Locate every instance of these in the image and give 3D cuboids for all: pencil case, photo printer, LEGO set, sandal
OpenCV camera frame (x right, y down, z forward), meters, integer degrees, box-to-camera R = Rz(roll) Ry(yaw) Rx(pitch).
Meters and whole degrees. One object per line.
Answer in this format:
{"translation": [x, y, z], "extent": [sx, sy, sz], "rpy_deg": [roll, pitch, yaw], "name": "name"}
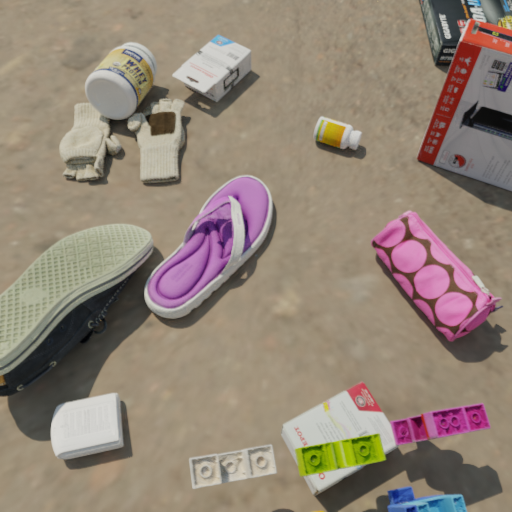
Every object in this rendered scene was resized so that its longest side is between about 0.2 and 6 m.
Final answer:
{"translation": [2.706, 0.229, 8.584], "extent": [0.948, 0.979, 2.089], "rpy_deg": [-20, 59, -33], "name": "pencil case"}
{"translation": [-2.310, 2.327, 7.631], "extent": [0.926, 0.322, 0.771], "rpy_deg": [-11, 52, -7], "name": "photo printer"}
{"translation": [0.951, 2.762, 6.549], "extent": [3.542, 1.453, 1.351], "rpy_deg": [-4, 68, -17], "name": "LEGO set"}
{"translation": [-0.651, -0.284, 9.042], "extent": [1.237, 0.747, 3.039], "rpy_deg": [25, 61, 15], "name": "sandal"}

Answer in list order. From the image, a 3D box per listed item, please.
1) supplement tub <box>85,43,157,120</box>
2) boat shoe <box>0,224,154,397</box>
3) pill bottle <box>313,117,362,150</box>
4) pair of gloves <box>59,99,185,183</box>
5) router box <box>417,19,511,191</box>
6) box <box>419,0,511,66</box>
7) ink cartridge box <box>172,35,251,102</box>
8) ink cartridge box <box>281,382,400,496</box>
{"translation": [-2.552, -3.387, 10.773], "extent": [1.002, 1.002, 1.387], "rpy_deg": [12, 49, 8], "name": "supplement tub"}
{"translation": [-2.807, 0.675, 8.300], "extent": [1.284, 1.071, 3.441], "rpy_deg": [22, 47, 20], "name": "boat shoe"}
{"translation": [1.525, -2.264, 10.455], "extent": [0.818, 0.454, 0.454], "rpy_deg": [21, 60, 12], "name": "pill bottle"}
{"translation": [-2.494, -2.211, 10.463], "extent": [2.282, 0.400, 1.940], "rpy_deg": [2, 58, 2], "name": "pair of gloves"}
{"translation": [4.151, -2.306, 9.211], "extent": [2.327, 2.593, 0.633], "rpy_deg": [21, 59, 13], "name": "router box"}
{"translation": [4.738, -5.170, 12.197], "extent": [1.997, 0.578, 2.513], "rpy_deg": [1, 58, 1], "name": "box"}
{"translation": [-0.880, -3.713, 11.326], "extent": [0.881, 0.515, 1.519], "rpy_deg": [32, 63, 18], "name": "ink cartridge box"}
{"translation": [1.094, 2.420, 7.450], "extent": [1.285, 0.532, 0.936], "rpy_deg": [-24, 64, -14], "name": "ink cartridge box"}
